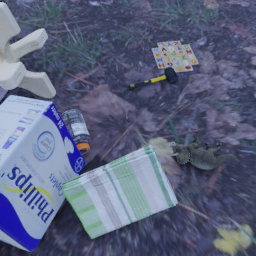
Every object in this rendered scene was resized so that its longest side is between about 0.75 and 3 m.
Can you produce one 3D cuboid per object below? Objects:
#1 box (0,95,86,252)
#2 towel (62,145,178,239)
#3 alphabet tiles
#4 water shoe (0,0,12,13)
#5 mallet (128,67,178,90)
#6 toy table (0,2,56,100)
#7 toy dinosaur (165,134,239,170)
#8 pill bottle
[{"bbox_3d":[-1.955,0.820,5.141,1.100,1.928,2.096,11,52,24],"label":"box"},{"bbox_3d":[-0.123,1.243,5.147,1.822,1.360,0.280,-24,18,2],"label":"towel"},{"bbox_3d":[1.478,-2.281,8.897,1.281,0.049,1.540,-7,52,-6],"label":"alphabet tiles"},{"bbox_3d":[-4.790,-3.219,8.997,0.947,1.046,2.650,17,54,13],"label":"water shoe"},{"bbox_3d":[0.744,-1.307,8.032,1.470,0.302,0.484,-23,59,-11],"label":"mallet"},{"bbox_3d":[-3.122,-1.645,7.083,1.632,2.562,2.787,-10,53,14],"label":"toy table"},{"bbox_3d":[1.675,0.633,6.384,1.542,0.593,0.789,22,68,8],"label":"toy dinosaur"},{"bbox_3d":[-1.229,0.122,6.644,0.550,0.550,1.035,-17,64,-13],"label":"pill bottle"}]
